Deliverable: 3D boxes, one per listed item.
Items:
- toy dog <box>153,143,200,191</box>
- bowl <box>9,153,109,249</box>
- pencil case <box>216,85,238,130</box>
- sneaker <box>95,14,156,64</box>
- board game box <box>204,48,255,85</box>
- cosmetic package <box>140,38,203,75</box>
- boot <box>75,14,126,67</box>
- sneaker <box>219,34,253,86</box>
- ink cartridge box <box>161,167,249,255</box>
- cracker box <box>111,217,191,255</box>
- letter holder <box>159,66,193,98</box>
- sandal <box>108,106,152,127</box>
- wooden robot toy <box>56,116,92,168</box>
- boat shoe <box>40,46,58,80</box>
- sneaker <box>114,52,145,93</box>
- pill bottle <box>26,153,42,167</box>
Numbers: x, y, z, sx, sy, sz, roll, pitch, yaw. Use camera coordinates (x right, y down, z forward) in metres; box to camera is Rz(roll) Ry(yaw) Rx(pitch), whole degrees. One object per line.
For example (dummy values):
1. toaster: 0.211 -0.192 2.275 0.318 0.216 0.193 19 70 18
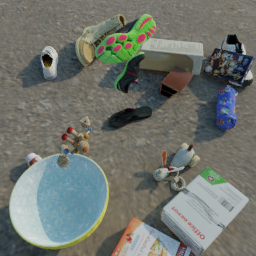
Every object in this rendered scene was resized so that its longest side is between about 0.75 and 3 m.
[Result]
1. toy dog: 1.664 1.082 9.288 1.156 0.845 1.753 27 56 20
2. bowl: -1.805 2.204 7.982 2.666 1.435 2.666 -1 52 2
3. pencil case: 3.853 -0.801 10.863 0.784 0.704 1.804 -12 44 34
4. sneaker: -0.077 -2.149 7.024 1.892 0.726 0.793 -39 20 -26
5. board game box: 4.299 -2.671 12.003 1.748 0.303 1.184 27 93 36
6. cosmetic package: 1.935 -3.233 12.552 2.680 0.952 1.410 9 41 8
7. boot: -1.158 -4.100 12.886 2.184 1.023 2.810 -14 42 23
8. sneaker: 4.751 -3.023 12.402 1.038 1.127 2.817 -7 56 -9
9. ink cartridge box: 2.195 2.400 8.211 2.094 0.870 1.535 -34 59 -24
10. cracker box: 0.628 3.437 7.604 1.816 0.524 1.216 23 55 17
11. letter holder: 2.054 -1.850 11.780 0.922 0.652 1.297 30 57 20
12. sandal: 0.069 -0.551 10.861 1.824 0.437 0.686 -19 54 -15
13. wooden robot toy: -1.191 0.394 6.473 1.350 0.595 0.613 -53 45 2
14. boat shoe: -3.634 -3.178 12.763 0.766 0.755 2.161 -7 52 -5
15. sneaker: 0.121 -1.335 6.822 0.487 1.162 0.446 40 32 10
16. pill bottle: -3.047 1.230 9.410 0.850 0.477 0.477 37 60 27
